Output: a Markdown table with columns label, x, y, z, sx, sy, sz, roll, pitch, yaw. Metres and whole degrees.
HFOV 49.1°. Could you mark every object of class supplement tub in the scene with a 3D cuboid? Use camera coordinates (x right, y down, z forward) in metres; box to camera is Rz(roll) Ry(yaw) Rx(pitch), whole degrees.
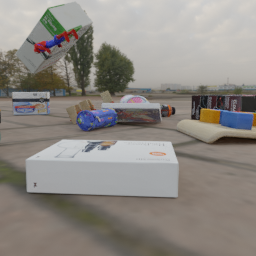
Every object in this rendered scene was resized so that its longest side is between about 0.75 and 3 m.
| label | x | y | z | sx | sy | sz | roll | pitch | yaw |
| --- | --- | --- | --- | --- | --- | --- | --- | --- | --- |
| supplement tub | 1.622 | -0.777 | 12.793 | 1.052 | 0.563 | 0.563 | -1 | 7 | -16 |

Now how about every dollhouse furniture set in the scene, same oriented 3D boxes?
| label | x | y | z | sx | sy | sz | roll | pitch | yaw |
| --- | --- | --- | --- | --- | --- | --- | --- | --- | --- |
| dollhouse furniture set | -1.321 | -0.639 | 10.361 | 1.723 | 0.897 | 1.742 | -24 | 7 | -1 |

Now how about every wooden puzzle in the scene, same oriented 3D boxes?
| label | x | y | z | sx | sy | sz | roll | pitch | yaw |
| --- | --- | --- | --- | --- | --- | --- | --- | --- | --- |
| wooden puzzle | 2.859 | -0.126 | 6.950 | 2.746 | 0.636 | 2.543 | -1 | 7 | -7 |

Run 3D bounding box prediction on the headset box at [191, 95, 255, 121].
| label | x | y | z | sx | sy | sz | roll | pitch | yaw |
| --- | --- | --- | --- | --- | --- | --- | --- | --- | --- |
| headset box | 3.910 | -0.695 | 10.098 | 1.998 | 1.008 | 2.688 | -3 | 8 | -27 |

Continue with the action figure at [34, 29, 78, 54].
| label | x | y | z | sx | sy | sz | roll | pitch | yaw |
| --- | --- | --- | --- | --- | --- | --- | --- | --- | --- |
| action figure | -2.286 | -2.520 | 8.435 | 1.803 | 0.466 | 0.590 | -1 | 31 | 38 |

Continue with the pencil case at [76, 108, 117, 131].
| label | x | y | z | sx | sy | sz | roll | pitch | yaw |
| --- | --- | --- | --- | --- | --- | --- | --- | --- | --- |
| pencil case | -0.864 | -0.277 | 8.344 | 0.660 | 0.593 | 1.521 | -13 | 0 | 28 |

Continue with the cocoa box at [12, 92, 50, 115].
| label | x | y | z | sx | sy | sz | roll | pitch | yaw |
| --- | --- | --- | --- | --- | --- | --- | --- | --- | --- |
| cocoa box | -4.964 | -1.269 | 14.445 | 1.729 | 1.135 | 1.153 | -1 | 7 | -10 |

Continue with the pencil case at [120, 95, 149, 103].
| label | x | y | z | sx | sy | sz | roll | pitch | yaw |
| --- | --- | --- | --- | --- | --- | --- | --- | --- | --- |
| pencil case | 0.239 | -0.872 | 11.672 | 1.091 | 1.000 | 2.406 | -2 | 7 | -4 |

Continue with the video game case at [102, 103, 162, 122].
| label | x | y | z | sx | sy | sz | roll | pitch | yaw |
| --- | --- | --- | --- | --- | --- | --- | --- | --- | --- |
| video game case | 0.193 | -0.505 | 9.692 | 1.880 | 0.216 | 1.713 | 1 | -13 | 9 |

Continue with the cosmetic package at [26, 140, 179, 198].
| label | x | y | z | sx | sy | sz | roll | pitch | yaw |
| --- | --- | --- | --- | --- | --- | --- | --- | --- | --- |
| cosmetic package | -0.224 | 0.427 | 3.360 | 1.559 | 0.403 | 1.175 | 1 | 10 | 5 |

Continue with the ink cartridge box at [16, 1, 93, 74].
| label | x | y | z | sx | sy | sz | roll | pitch | yaw |
| --- | --- | --- | --- | --- | --- | --- | --- | --- | --- |
| ink cartridge box | -2.903 | -3.511 | 10.984 | 2.642 | 1.097 | 1.937 | -35 | 11 | 35 |
